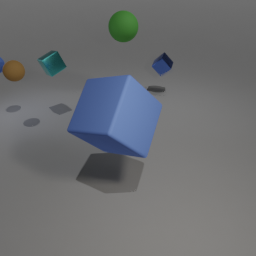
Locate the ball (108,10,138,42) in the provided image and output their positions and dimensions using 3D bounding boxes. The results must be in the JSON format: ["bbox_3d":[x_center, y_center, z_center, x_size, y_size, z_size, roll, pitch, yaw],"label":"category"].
[{"bbox_3d":[-0.215,-4.723,13.056,1.400,1.400,1.400,0,30,0],"label":"ball"}]

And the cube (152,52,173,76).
[{"bbox_3d":[1.693,-3.105,13.670,0.700,0.700,0.700,-32,23,37],"label":"cube"}]

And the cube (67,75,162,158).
[{"bbox_3d":[-0.277,-0.245,6.558,1.400,1.400,1.400,4,68,41],"label":"cube"}]

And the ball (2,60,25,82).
[{"bbox_3d":[-3.808,-1.906,9.349,0.700,0.700,0.700,0,30,0],"label":"ball"}]

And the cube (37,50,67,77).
[{"bbox_3d":[-2.892,-2.458,10.644,0.700,0.700,0.700,-38,32,-17],"label":"cube"}]

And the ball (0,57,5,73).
[{"bbox_3d":[-5.081,-2.421,10.704,0.700,0.700,0.700,0,30,0],"label":"ball"}]
